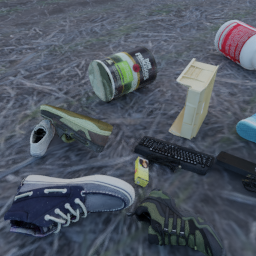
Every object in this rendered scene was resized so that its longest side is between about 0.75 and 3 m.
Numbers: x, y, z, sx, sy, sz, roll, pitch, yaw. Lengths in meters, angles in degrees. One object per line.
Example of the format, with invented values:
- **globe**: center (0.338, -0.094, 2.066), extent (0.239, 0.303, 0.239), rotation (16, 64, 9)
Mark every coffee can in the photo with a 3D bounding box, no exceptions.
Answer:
- **coffee can**: center (-0.190, -2.114, 10.826), extent (2.168, 1.586, 1.586), rotation (-27, 45, -29)

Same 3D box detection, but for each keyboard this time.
- **keyboard**: center (1.299, 0.724, 8.082), extent (2.239, 0.444, 1.165), rotation (15, 40, 21)
- **keyboard**: center (3.484, 1.399, 7.350), extent (2.575, 0.510, 1.340), rotation (22, 19, 27)

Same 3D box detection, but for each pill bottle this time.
- **pill bottle**: center (5.488, -3.721, 12.843), extent (1.680, 1.680, 2.993), rotation (-12, 39, -15)

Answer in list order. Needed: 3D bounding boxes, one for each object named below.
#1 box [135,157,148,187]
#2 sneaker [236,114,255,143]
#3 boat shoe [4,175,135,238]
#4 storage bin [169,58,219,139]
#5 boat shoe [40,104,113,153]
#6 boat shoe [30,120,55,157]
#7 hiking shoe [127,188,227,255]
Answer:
- **box**: center (0.364, 1.160, 7.512), extent (0.326, 0.217, 0.865), rotation (24, 31, -13)
- **sneaker**: center (4.538, 0.085, 8.630), extent (1.282, 0.781, 1.964), rotation (-29, 47, -30)
- **boat shoe**: center (-1.295, 1.814, 6.209), extent (2.797, 1.044, 1.297), rotation (-2, 34, 12)
- **storage bin**: center (2.091, -0.925, 9.030), extent (0.893, 1.905, 1.891), rotation (19, 41, 20)
- **boat shoe**: center (-1.735, -0.019, 8.399), extent (2.896, 0.952, 1.035), rotation (17, 0, 35)
- **boat shoe**: center (-2.692, 0.157, 8.698), extent (0.593, 0.542, 1.648), rotation (4, 37, 1)
- **hiking shoe**: center (0.979, 2.236, 5.937), extent (1.093, 0.822, 2.172), rotation (-34, 39, -25)
